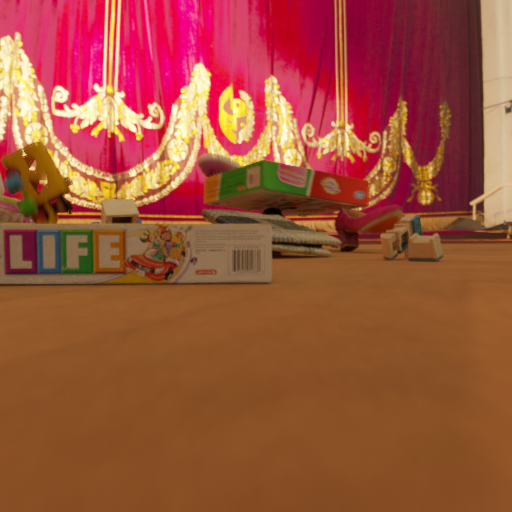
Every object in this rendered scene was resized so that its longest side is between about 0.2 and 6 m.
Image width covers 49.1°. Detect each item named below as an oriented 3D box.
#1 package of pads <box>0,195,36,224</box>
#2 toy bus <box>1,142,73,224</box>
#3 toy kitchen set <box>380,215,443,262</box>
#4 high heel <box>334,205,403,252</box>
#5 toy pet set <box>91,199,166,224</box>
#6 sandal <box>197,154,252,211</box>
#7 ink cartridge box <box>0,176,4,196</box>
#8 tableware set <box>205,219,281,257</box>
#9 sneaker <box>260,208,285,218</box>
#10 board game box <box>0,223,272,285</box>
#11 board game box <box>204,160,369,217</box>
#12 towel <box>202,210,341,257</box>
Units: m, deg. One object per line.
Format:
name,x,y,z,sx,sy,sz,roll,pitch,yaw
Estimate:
package of pads,-5.573,-0.707,10.142,2.302,1.016,2.979,3,-8,37
toy bus,-3.645,-1.159,9.752,0.860,1.571,1.665,-30,-35,-7
toy kitchen set,2.582,-0.148,8.714,0.932,0.685,1.163,2,23,39
high heel,2.442,-0.931,12.340,0.772,1.100,2.293,3,-19,-16
toy pet set,-2.077,-0.134,8.276,1.570,0.833,1.465,-4,38,-22
sandal,-0.595,-1.818,14.709,0.999,0.604,2.456,-18,-37,30
ink cartridge box,-4.364,-1.420,8.741,0.468,1.129,0.828,-15,4,-35
tableware set,-0.153,-0.252,11.037,1.735,0.526,2.625,12,6,-10
sneaker,0.535,-0.663,13.756,0.957,1.045,2.495,-4,0,9
board game box,-1.353,-0.051,5.173,2.824,0.483,1.899,0,2,-5
board game box,0.731,-1.545,13.652,3.241,0.654,2.480,4,-6,-37
towel,0.264,-0.412,9.931,1.945,0.336,1.873,1,17,-40
